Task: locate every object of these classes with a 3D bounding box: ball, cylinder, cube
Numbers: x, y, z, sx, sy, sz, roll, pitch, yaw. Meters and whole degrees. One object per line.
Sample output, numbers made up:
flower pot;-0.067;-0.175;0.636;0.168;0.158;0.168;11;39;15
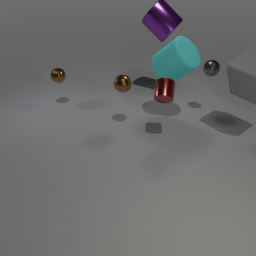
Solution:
ball;-0.204;-1.729;10.931;0.700;0.700;0.700;0;30;0
cylinder;1.594;-4.998;13.086;1.400;1.400;1.400;43;35;-6
cylinder;1.306;-1.328;9.999;0.700;0.700;0.700;6;73;10
cylinder;1.889;-2.666;11.139;1.400;1.400;1.400;-29;4;46
ball;-3.234;-2.428;12.984;0.700;0.700;0.700;0;30;0
cube;4.581;-1.888;9.951;1.400;1.400;1.400;-39;44;-11
ball;3.540;-2.533;11.861;0.700;0.700;0.700;0;30;0
